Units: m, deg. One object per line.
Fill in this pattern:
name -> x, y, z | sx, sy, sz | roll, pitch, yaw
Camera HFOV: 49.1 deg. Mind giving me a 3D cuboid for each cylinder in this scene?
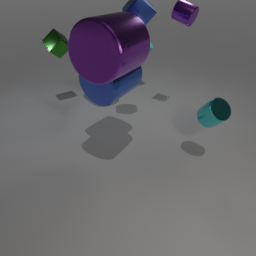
cylinder -> 1.964, -3.960, 9.624 | 0.700, 0.700, 0.700 | 34, 41, 16
cylinder -> 2.449, -0.426, 8.019 | 0.700, 0.700, 0.700 | 5, 72, -16
cylinder -> -0.399, -1.854, 6.407 | 1.400, 1.400, 1.400 | 16, 32, 25
cylinder -> -0.515, -1.566, 8.443 | 1.400, 1.400, 1.400 | 21, 43, 32

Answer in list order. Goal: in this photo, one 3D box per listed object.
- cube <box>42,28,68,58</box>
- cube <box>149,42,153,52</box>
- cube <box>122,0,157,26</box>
cube -> -2.806, -3.333, 11.073 | 0.700, 0.700, 0.700 | 55, 16, 23
cube -> 0.068, -3.928, 13.398 | 1.400, 1.400, 1.400 | -19, 78, -32
cube -> 0.321, -3.486, 8.326 | 0.700, 0.700, 0.700 | 32, 29, -27
